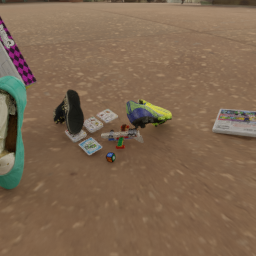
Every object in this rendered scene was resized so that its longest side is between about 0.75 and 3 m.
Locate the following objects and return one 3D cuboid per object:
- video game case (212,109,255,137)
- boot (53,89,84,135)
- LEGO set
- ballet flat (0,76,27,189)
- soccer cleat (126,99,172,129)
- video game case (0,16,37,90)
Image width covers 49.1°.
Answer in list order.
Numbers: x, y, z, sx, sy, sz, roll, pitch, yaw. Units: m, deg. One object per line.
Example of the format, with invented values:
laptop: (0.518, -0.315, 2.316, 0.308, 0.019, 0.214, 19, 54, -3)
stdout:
video game case: (3.435, -0.179, 8.648, 1.374, 0.158, 1.252, 7, 37, 27)
boot: (-1.857, -0.300, 8.584, 0.532, 1.113, 1.473, 10, 58, -37)
LEGO set: (-0.655, 0.288, 8.050, 1.588, 0.522, 2.126, -30, 38, -22)
ballet flat: (-2.619, 0.211, 5.725, 0.857, 2.546, 0.896, 9, 14, 1)
soccer cleat: (0.669, -0.487, 8.243, 0.674, 0.872, 2.084, -31, -14, 31)
video game case: (-3.729, -1.833, 7.274, 2.351, 2.594, 0.464, -23, 8, 39)
